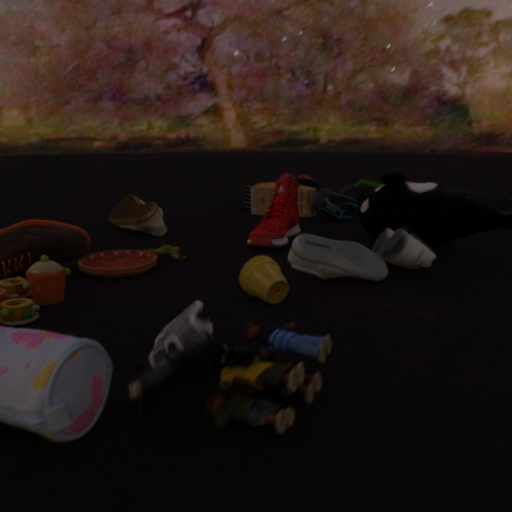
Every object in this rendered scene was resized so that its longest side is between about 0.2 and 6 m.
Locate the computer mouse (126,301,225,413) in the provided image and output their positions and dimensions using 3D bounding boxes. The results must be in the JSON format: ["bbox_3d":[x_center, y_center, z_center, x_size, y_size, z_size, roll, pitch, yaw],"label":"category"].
[{"bbox_3d":[-0.776,1.004,6.184,1.113,0.445,2.029,-41,7,6],"label":"computer mouse"}]

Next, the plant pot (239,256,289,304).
[{"bbox_3d":[0.169,0.422,8.779,0.669,0.669,0.629,-9,32,-31],"label":"plant pot"}]

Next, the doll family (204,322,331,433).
[{"bbox_3d":[0.073,1.151,5.745,1.015,0.689,1.756,2,8,27],"label":"doll family"}]

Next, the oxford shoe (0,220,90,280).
[{"bbox_3d":[-4.359,0.075,9.928,2.884,1.026,1.046,-9,39,-26],"label":"oxford shoe"}]

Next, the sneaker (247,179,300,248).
[{"bbox_3d":[0.406,-1.039,12.986,0.962,1.418,2.454,4,14,15],"label":"sneaker"}]

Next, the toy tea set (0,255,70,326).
[{"bbox_3d":[-3.598,0.483,8.138,1.205,0.750,2.027,1,14,4],"label":"toy tea set"}]

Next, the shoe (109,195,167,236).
[{"bbox_3d":[-3.069,-0.971,14.466,0.954,0.728,2.729,-50,30,-14],"label":"shoe"}]

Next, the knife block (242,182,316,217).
[{"bbox_3d":[0.745,-1.853,17.513,2.655,0.849,2.331,3,15,16],"label":"knife block"}]

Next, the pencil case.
[{"bbox_3d":[-2.478,1.093,5.276,2.185,0.908,0.991,5,11,19],"label":"pencil case"}]

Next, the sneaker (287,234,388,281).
[{"bbox_3d":[1.404,0.111,9.840,1.821,0.645,0.665,17,47,-13],"label":"sneaker"}]

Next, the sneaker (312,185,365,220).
[{"bbox_3d":[2.624,-1.440,16.374,1.019,0.911,2.488,37,30,26],"label":"sneaker"}]

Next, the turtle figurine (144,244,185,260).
[{"bbox_3d":[-1.869,-0.087,11.428,0.731,0.292,0.906,-6,16,-29],"label":"turtle figurine"}]

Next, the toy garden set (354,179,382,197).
[{"bbox_3d":[3.844,-1.884,18.098,1.617,0.387,1.939,14,-7,-4],"label":"toy garden set"}]

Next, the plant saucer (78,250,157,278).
[{"bbox_3d":[-2.611,0.156,10.611,1.456,0.235,1.456,-1,13,0],"label":"plant saucer"}]

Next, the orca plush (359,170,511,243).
[{"bbox_3d":[3.656,-0.468,11.938,4.389,1.560,2.309,21,-20,45],"label":"orca plush"}]

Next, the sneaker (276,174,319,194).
[{"bbox_3d":[1.659,-2.245,19.154,1.260,0.911,2.579,22,15,26],"label":"sneaker"}]

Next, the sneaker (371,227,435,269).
[{"bbox_3d":[2.749,-0.045,10.734,0.872,0.746,2.002,28,5,-4],"label":"sneaker"}]
